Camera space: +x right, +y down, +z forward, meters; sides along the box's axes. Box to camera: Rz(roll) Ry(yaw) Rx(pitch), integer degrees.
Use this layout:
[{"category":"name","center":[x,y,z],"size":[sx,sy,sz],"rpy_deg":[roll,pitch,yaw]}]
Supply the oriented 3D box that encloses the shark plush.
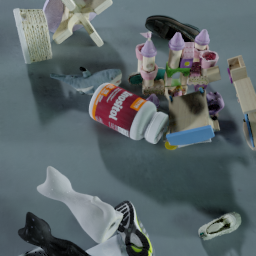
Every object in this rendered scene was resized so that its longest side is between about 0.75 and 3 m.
[{"category":"shark plush","center":[-1.366,-1.729,9.421],"size":[2.371,0.988,1.077],"rpy_deg":[17,55,12]}]

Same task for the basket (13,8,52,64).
[{"category":"basket","center":[-3.448,-3.374,10.266],"size":[1.033,1.674,1.134],"rpy_deg":[-12,54,-17]}]

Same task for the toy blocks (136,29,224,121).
[{"category":"toy blocks","center":[1.611,-1.922,8.743],"size":[2.566,2.311,2.746],"rpy_deg":[-3,54,-3]}]

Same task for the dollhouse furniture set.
[{"category":"dollhouse furniture set","center":[2.459,-0.403,8.538],"size":[2.695,1.758,2.544],"rpy_deg":[-15,45,20]}]

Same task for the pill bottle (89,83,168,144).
[{"category":"pill bottle","center":[0.038,-0.407,8.302],"size":[2.163,1.222,1.222],"rpy_deg":[26,58,18]}]

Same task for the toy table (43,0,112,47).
[{"category":"toy table","center":[-1.916,-4.338,10.632],"size":[2.731,2.510,1.599],"rpy_deg":[-41,48,18]}]

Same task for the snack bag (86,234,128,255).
[{"category":"snack bag","center":[-0.590,3.644,5.926],"size":[2.300,0.246,2.169],"rpy_deg":[-21,56,-15]}]

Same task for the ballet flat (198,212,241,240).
[{"category":"ballet flat","center":[2.285,2.363,6.782],"size":[1.221,0.438,0.438],"rpy_deg":[-21,56,-15]}]

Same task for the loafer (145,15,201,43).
[{"category":"loafer","center":[1.728,-3.845,11.129],"size":[2.332,0.838,0.734],"rpy_deg":[18,62,10]}]

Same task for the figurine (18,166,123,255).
[{"category":"figurine","center":[-1.333,2.022,5.927],"size":[1.945,0.858,1.993],"rpy_deg":[29,102,18]}]

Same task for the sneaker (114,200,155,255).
[{"category":"sneaker","center":[0.125,2.470,6.588],"size":[0.650,0.712,1.759],"rpy_deg":[-30,38,1]}]

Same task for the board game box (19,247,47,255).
[{"category":"board game box","center":[-2.183,3.369,5.738],"size":[1.533,0.198,1.533],"rpy_deg":[-17,40,-30]}]

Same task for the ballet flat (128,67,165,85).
[{"category":"ballet flat","center":[0.743,-1.862,9.849],"size":[1.578,0.566,0.566],"rpy_deg":[-7,54,-5]}]
